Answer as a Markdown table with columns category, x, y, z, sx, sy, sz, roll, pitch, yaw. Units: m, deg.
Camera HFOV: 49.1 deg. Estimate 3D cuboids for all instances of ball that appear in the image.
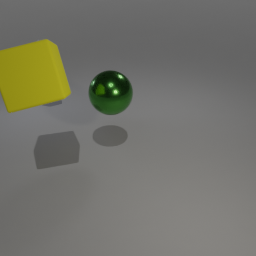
| category | x | y | z | sx | sy | sz | roll | pitch | yaw |
| --- | --- | --- | --- | --- | --- | --- | --- | --- | --- |
| ball | -0.542 | -1.103 | 8.814 | 1.400 | 1.400 | 1.400 | 0 | 31 | 0 |

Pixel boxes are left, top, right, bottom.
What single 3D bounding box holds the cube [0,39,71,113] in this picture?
| category | x | y | z | sx | sy | sz | roll | pitch | yaw |
| --- | --- | --- | --- | --- | --- | --- | --- | --- | --- |
| cube | -2.362 | -1.299 | 7.042 | 1.400 | 1.400 | 1.400 | -15 | 12 | -3 |

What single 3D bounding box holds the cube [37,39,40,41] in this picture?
| category | x | y | z | sx | sy | sz | roll | pitch | yaw |
| --- | --- | --- | --- | --- | --- | --- | --- | --- | --- |
| cube | -3.506 | -2.919 | 11.045 | 0.700 | 0.700 | 0.700 | -35 | 40 | 6 |
